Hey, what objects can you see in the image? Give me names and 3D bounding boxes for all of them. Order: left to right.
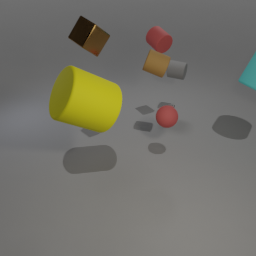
[{"bbox_3d":[-1.103,-0.708,7.236,1.400,1.400,1.400,17,17,-35],"label":"cylinder"},{"bbox_3d":[-1.076,-2.537,7.772,0.700,0.700,0.700,40,12,30],"label":"cube"},{"bbox_3d":[0.904,-2.055,8.933,0.700,0.700,0.700,21,31,-3],"label":"cylinder"},{"bbox_3d":[1.096,-3.118,9.890,0.700,0.700,0.700,-17,51,-27],"label":"cylinder"},{"bbox_3d":[1.220,-0.355,8.773,0.700,0.700,0.700,0,30,0],"label":"ball"},{"bbox_3d":[2.035,-2.405,11.611,0.700,0.700,0.700,15,33,18],"label":"cylinder"},{"bbox_3d":[4.633,-1.840,9.207,1.400,1.400,1.400,24,18,-8],"label":"cylinder"}]
